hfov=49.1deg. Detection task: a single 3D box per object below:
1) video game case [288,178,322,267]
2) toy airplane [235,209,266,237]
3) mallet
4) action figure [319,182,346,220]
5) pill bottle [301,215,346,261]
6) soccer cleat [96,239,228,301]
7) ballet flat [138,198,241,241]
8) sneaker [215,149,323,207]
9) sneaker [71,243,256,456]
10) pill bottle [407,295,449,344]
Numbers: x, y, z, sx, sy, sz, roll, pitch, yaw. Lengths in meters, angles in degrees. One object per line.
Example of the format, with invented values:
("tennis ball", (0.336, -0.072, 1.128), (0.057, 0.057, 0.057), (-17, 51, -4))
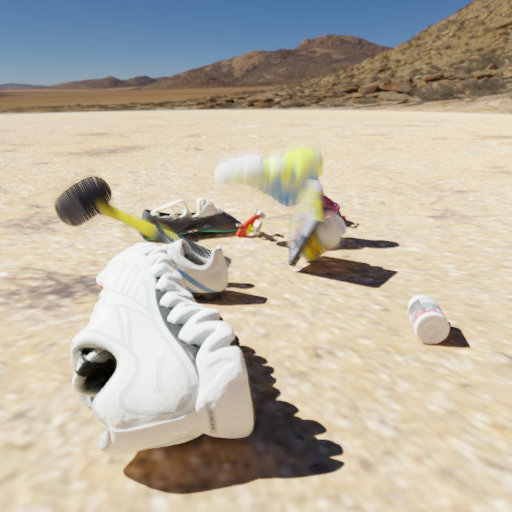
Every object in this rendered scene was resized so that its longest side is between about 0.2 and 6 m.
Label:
("video game case", (0.751, -0.520, 8.810), (0.136, 1.066, 0.963), (14, 47, -12))
("toy airplane", (-0.045, -0.597, 10.814), (0.626, 0.443, 0.628), (-26, 16, 34))
("mallet", (-1.677, -0.354, 8.236), (2.689, 0.553, 0.885), (28, 32, 10))
("action figure", (1.421, -1.154, 11.771), (1.228, 0.914, 0.823), (34, 33, 2))
("pill bottle", (1.063, -0.304, 9.196), (0.487, 0.487, 0.863), (-18, -14, -44))
("soccer cleat", (-1.328, 0.141, 7.937), (1.913, 0.826, 0.668), (2, 18, 6))
("ballet flat", (-1.248, -0.749, 10.838), (2.086, 0.762, 0.762), (-7, 19, -22))
("sneaker", (0.276, -1.313, 10.294), (1.987, 1.043, 0.752), (-7, 27, 3))
("sneaker", (-1.242, 0.765, 5.627), (1.356, 1.257, 3.346), (-17, 22, -20))
("pill bottle", (2.060, 0.740, 6.790), (0.400, 0.400, 0.722), (1, 18, 5))
